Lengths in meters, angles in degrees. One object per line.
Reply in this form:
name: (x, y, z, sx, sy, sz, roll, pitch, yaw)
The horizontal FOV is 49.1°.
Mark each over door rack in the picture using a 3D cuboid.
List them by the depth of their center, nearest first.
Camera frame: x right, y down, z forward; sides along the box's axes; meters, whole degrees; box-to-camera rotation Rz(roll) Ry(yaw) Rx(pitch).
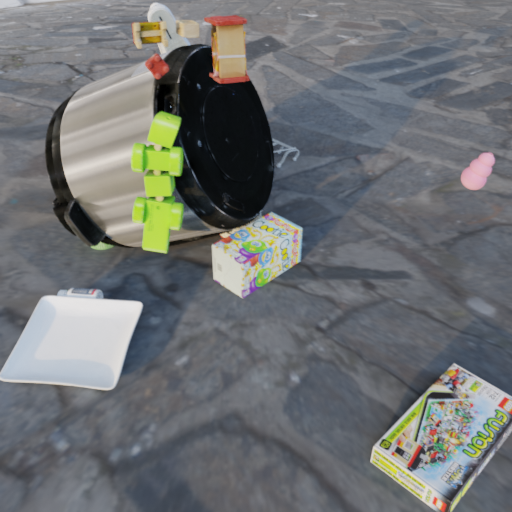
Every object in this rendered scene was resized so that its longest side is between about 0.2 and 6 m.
over door rack: (0.074, -2.841, 14.891, 1.342, 0.605, 1.816, 32, 25, 36)

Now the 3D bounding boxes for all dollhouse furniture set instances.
dollhouse furniture set: (-0.920, -2.914, 7.956, 1.598, 0.860, 0.650, -9, 29, -15)

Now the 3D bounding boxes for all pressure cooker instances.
pressure cooker: (-2.011, -1.949, 10.892, 3.929, 3.510, 3.456, -9, -3, 30)

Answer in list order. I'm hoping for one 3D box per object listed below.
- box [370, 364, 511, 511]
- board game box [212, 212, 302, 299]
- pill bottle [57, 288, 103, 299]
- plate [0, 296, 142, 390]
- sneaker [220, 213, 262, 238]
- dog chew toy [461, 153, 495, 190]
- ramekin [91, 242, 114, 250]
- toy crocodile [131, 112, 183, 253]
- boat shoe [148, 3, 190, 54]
box: (2.691, 2.453, 7.769, 1.170, 0.369, 2.126, 30, 45, 35)
board game box: (0.038, -0.043, 10.854, 0.844, 0.860, 1.639, 30, 46, 34)
pill bottle: (-3.163, 0.797, 10.046, 0.725, 0.434, 0.434, 4, 36, 5)
plate: (-2.933, 1.427, 9.169, 1.830, 0.296, 1.834, 3, 41, 4)
sneaker: (-0.463, -1.187, 12.305, 1.001, 1.056, 2.571, -10, 37, -13)
dog chew toy: (2.872, -1.102, 7.205, 0.318, 0.510, 0.318, 15, 39, -13)
ramekin: (-3.244, -0.441, 11.856, 0.731, 0.357, 0.731, 0, 35, 0)
toy crocodile: (-1.469, -1.066, 8.553, 0.740, 2.193, 0.677, 5, 24, 0)
boat shoe: (-1.793, -4.725, 12.742, 0.785, 2.135, 0.713, -19, 41, 1)
